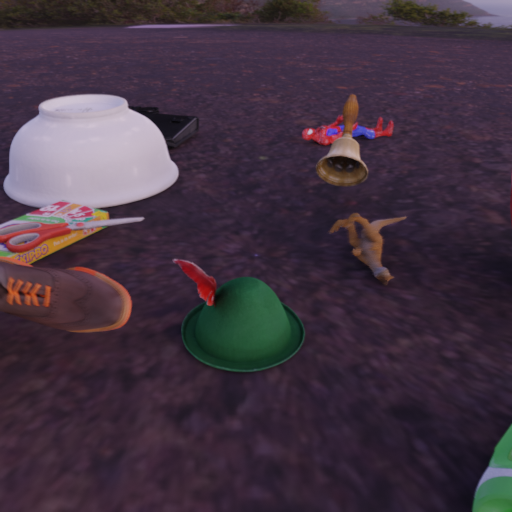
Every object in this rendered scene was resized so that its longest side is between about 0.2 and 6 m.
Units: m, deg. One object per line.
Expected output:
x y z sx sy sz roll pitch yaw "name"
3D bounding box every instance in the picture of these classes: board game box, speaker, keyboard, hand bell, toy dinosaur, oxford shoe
-3.678 -0.302 9.087 1.160 0.364 2.428 15 34 29 "board game box"
2.579 1.677 4.654 0.901 0.901 2.037 23 35 37 "speaker"
-3.607 -3.491 15.051 4.087 0.524 2.454 9 35 15 "keyboard"
1.796 -2.396 10.946 0.979 0.979 1.880 7 63 13 "hand bell"
1.745 -0.254 8.660 1.088 0.619 2.049 39 35 -14 "toy dinosaur"
-2.488 0.480 6.380 2.161 0.769 0.784 7 3 16 "oxford shoe"

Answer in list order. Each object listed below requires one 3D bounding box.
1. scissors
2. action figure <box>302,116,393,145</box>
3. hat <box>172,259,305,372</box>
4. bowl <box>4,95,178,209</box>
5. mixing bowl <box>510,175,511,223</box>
-2.971 -0.491 8.942 2.235 0.156 0.817 -19 33 -31 "scissors"
2.309 -3.261 14.518 2.472 0.639 0.809 -13 33 -19 "action figure"
-0.154 0.291 6.494 1.522 1.617 1.837 -4 28 -7 "hat"
-3.468 -2.368 11.647 3.618 1.626 3.618 0 27 0 "bowl"
4.601 -0.414 7.380 2.865 1.552 2.865 -1 63 3 "mixing bowl"
